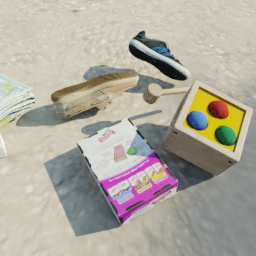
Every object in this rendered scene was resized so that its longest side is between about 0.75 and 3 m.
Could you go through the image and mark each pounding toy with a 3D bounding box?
[{"bbox_3d":[1.773,-0.563,7.575,2.792,1.277,2.453,28,60,2],"label":"pounding toy"}]

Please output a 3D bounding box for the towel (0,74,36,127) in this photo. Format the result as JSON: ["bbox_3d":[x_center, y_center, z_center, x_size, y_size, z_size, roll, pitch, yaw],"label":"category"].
[{"bbox_3d":[-4.604,-0.760,8.488,2.952,0.711,2.527,21,46,29],"label":"towel"}]

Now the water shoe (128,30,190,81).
[{"bbox_3d":[1.196,-2.558,9.656,2.408,0.861,0.950,32,75,5],"label":"water shoe"}]

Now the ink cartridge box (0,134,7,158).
[{"bbox_3d":[-4.000,0.587,7.771,1.046,0.433,0.768,-20,50,-17],"label":"ink cartridge box"}]

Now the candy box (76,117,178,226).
[{"bbox_3d":[-0.079,1.002,7.169,1.625,0.727,2.383,-26,54,-15],"label":"candy box"}]

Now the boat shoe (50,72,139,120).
[{"bbox_3d":[-0.959,-1.056,8.880,2.812,0.907,1.002,-18,26,-10],"label":"boat shoe"}]
